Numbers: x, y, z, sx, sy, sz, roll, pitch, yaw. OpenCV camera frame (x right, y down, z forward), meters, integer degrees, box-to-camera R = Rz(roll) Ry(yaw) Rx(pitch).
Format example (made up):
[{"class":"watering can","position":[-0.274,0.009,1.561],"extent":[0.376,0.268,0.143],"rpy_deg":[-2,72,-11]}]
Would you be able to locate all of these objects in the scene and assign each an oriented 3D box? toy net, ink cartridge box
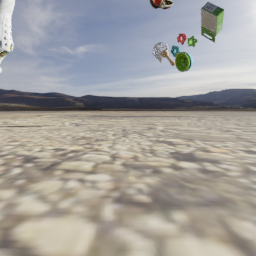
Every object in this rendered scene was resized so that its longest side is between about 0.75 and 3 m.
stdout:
[{"class":"toy net","position":[1.721,-3.191,11.541],"extent":[0.507,1.377,2.626],"rpy_deg":[-20,30,-30]},{"class":"ink cartridge box","position":[2.382,-2.984,7.955],"extent":[0.554,0.316,1.067],"rpy_deg":[41,-9,26]}]

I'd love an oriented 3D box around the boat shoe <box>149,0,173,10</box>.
[{"class":"boat shoe","position":[1.080,-4.051,9.064],"extent":[0.311,0.354,0.995],"rpy_deg":[-7,4,44]}]

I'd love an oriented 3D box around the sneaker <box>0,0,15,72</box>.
[{"class":"sneaker","position":[-3.831,-2.775,8.328],"extent":[0.957,2.370,0.907],"rpy_deg":[25,4,-8]}]
